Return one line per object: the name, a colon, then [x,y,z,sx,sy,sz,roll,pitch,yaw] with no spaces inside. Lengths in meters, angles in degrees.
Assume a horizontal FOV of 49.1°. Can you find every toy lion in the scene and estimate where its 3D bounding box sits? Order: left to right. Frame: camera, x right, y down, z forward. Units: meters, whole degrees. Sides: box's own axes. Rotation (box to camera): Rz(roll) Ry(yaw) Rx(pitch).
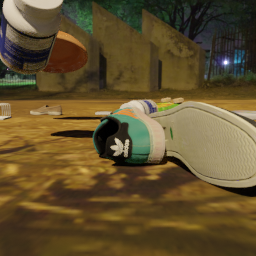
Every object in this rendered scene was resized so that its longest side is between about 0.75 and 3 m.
toy lion: [1.646,-1.055,14.834,2.302,0.825,2.402,-10,9,-15]

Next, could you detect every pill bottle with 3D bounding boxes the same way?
pill bottle: [-1.793,-1.854,5.158,0.994,0.994,1.717,-4,-23,-31]
pill bottle: [0.379,-0.563,9.950,0.850,0.850,1.468,5,9,35]

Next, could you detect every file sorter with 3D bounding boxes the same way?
file sorter: [-5.481,-0.697,11.858,0.718,0.644,1.035,-1,8,-5]

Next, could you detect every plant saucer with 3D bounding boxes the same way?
plant saucer: [-2.632,-2.653,9.701,2.475,0.463,2.475,0,-16,0]

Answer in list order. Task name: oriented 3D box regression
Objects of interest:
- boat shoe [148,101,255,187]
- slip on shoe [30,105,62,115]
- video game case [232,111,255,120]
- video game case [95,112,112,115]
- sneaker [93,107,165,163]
boat shoe: [1.130,0.091,4.017,0.949,1.008,2.807,-6,7,-15]
slip on shoe: [-4.110,-0.911,14.076,1.671,0.506,0.635,2,7,16]
video game case: [5.038,-0.573,12.438,2.803,0.253,2.007,-5,8,-32]
video game case: [-1.277,-0.792,14.810,0.769,0.097,1.074,0,7,2]
sneaker: [-0.198,0.042,5.069,0.952,0.850,2.383,3,7,-16]
